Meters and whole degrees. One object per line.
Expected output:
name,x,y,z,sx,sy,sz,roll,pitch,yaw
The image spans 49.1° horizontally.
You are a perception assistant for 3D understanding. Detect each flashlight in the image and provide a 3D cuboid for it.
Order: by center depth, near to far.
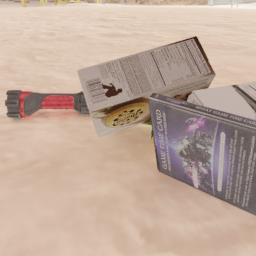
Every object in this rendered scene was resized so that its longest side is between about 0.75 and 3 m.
flashlight,-2.341,-0.741,8.771,2.698,0.913,0.917,0,-4,-8

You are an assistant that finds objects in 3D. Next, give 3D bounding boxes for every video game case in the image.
video game case,1.677,0.573,5.049,2.843,2.031,0.270,22,49,35

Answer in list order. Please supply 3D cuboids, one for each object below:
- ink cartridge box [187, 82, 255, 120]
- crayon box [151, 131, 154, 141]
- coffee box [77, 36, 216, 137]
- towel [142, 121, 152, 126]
ink cartridge box,2.423,-0.016,6.239,2.445,1.768,1.030,-10,50,-18
crayon box,1.073,-0.089,7.024,0.790,1.245,0.316,6,57,-4
coffee box,0.419,-0.970,7.004,2.961,1.674,1.182,-18,70,-7
towel,1.036,-0.677,8.856,1.877,0.528,2.193,11,30,23
